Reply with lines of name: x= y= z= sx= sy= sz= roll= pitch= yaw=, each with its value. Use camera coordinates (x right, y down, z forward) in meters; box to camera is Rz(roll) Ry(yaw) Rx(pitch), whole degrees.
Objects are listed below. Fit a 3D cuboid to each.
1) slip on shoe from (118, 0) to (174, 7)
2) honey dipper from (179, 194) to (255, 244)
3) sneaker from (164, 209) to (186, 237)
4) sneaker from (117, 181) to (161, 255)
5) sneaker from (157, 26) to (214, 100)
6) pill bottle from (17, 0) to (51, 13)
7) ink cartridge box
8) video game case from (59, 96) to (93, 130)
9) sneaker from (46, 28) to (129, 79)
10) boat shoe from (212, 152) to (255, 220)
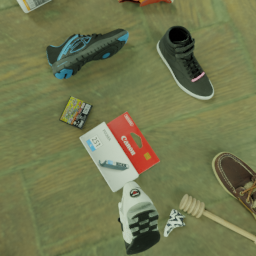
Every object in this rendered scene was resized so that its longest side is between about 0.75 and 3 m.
slip on shoe: x=0.553 y=-4.302 z=9.259 sx=1.915 sy=0.709 sz=0.586 roll=8 pitch=104 yaw=0
honey dipper: x=2.649 y=2.594 z=7.791 sx=2.486 sy=0.472 sz=0.472 roll=26 pitch=79 yaw=4
sneaker: x=1.338 y=2.722 z=7.808 sx=0.505 sy=0.310 sz=0.776 roll=22 pitch=68 yaw=13
sneaker: x=0.162 y=1.573 z=4.867 sx=0.641 sy=1.731 sz=0.766 roll=-12 pitch=44 yaw=-16
sneaker: x=1.783 y=-1.969 z=8.387 sx=0.878 sy=1.231 sz=2.482 roll=-35 pitch=81 yaw=-9
pill bottle: x=-2.887 y=-4.531 z=9.101 sx=1.622 sy=0.944 sz=0.944 roll=-32 pitch=79 yaw=-8
ink cartridge box: x=-0.226 y=0.632 z=8.226 sx=1.657 sy=0.420 sz=1.880 roll=-33 pitch=80 yaw=-6
video game case: x=-1.598 y=-0.469 z=8.628 sx=0.760 sy=0.107 sz=0.841 roll=22 pitch=79 yaw=5
sneaker: x=-1.264 y=-2.562 z=8.651 sx=2.649 sy=0.970 sz=1.085 roll=-26 pitch=79 yaw=-6
boat shoe: x=3.501 y=1.793 z=7.650 sx=1.024 sy=1.022 sz=2.838 roll=-35 pitch=80 yaw=-7
